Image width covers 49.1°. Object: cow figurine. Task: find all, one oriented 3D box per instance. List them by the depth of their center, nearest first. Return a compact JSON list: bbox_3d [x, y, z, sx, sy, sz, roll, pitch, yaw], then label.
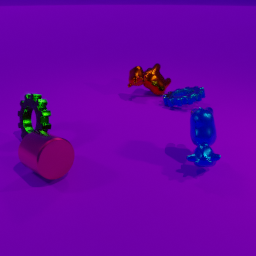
[{"bbox_3d":[1.796,0.217,6.710,0.768,1.400,1.377,-4,15,18],"label":"cow figurine"},{"bbox_3d":[0.827,-1.853,11.206,0.937,1.707,1.679,-20,28,52],"label":"cow figurine"}]

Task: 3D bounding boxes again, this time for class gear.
[{"bbox_3d":[-2.584,-0.228,7.671,1.404,1.404,0.260,24,19,40],"label":"gear"},{"bbox_3d":[2.094,-1.198,10.518,1.547,0.286,1.547,-13,20,5],"label":"gear"}]

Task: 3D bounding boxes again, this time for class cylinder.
[{"bbox_3d":[-1.875,0.598,6.436,0.944,0.944,0.944,14,28,43],"label":"cylinder"}]
